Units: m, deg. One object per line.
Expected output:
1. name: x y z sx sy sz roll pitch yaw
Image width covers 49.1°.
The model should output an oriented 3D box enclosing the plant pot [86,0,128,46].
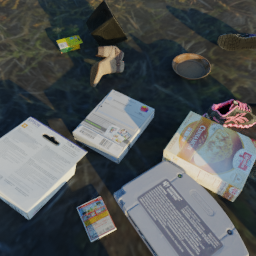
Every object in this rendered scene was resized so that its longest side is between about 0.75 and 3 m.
1. plant pot: -0.783 -3.426 9.582 0.969 1.090 1.093 -32 57 11

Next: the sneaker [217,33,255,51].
1. sneaker: 3.832 -3.050 9.778 1.514 0.573 0.663 5 35 2

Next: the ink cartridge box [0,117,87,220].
1. ink cartridge box: -2.358 0.831 6.718 1.978 0.436 2.015 30 49 18

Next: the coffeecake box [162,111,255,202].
1. coffeecake box: 2.003 0.626 6.781 1.873 0.684 1.438 27 57 19

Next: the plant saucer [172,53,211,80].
1. plant saucer: 2.024 -1.939 9.028 1.232 0.225 1.232 0 52 -1

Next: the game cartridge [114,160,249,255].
1. game cartridge: 1.101 1.963 5.910 1.726 0.530 2.592 -30 59 -17

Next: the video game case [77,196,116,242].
1. video game case: -0.699 1.978 6.138 0.594 0.072 0.831 -22 56 -16

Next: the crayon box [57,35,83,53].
1. crayon box: -2.028 -2.941 9.797 0.817 0.208 0.519 -19 55 -13

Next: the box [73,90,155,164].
1. box: -0.347 -0.110 7.538 1.432 0.378 1.837 27 58 18

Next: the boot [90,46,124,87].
1. boot: -0.598 -1.886 8.724 1.002 1.371 0.481 7 9 -37

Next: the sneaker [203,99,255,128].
1. sneaker: 2.886 -0.451 7.520 1.756 0.838 0.694 -11 52 -10
